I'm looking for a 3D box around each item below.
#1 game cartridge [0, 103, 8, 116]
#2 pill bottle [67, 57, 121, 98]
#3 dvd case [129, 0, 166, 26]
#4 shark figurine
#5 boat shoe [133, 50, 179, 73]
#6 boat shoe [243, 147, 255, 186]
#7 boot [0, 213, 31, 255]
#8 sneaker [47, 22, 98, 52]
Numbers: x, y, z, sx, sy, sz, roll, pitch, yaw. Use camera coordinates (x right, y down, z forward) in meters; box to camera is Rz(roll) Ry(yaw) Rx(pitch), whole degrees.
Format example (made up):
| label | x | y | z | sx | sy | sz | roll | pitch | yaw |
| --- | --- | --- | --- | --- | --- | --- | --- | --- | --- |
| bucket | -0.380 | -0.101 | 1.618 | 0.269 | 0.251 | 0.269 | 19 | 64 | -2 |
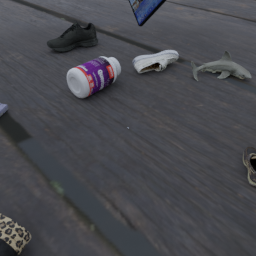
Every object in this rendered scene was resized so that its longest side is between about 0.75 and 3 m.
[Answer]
| label | x | y | z | sx | sy | sz | roll | pitch | yaw |
| --- | --- | --- | --- | --- | --- | --- | --- | --- | --- |
| game cartridge | -4.545 | -0.532 | 8.638 | 1.361 | 0.261 | 0.882 | 9 | 35 | 12 |
| pill bottle | -1.116 | -1.809 | 9.611 | 1.026 | 1.026 | 1.824 | 29 | 47 | 32 |
| dvd case | 0.456 | -4.740 | 9.295 | 0.187 | 1.523 | 2.134 | -15 | 81 | -35 |
| shark figurine | 3.407 | -2.434 | 10.551 | 2.226 | 0.929 | 1.330 | 3 | 37 | 1 |
| boat shoe | 1.179 | -2.518 | 10.938 | 1.959 | 0.695 | 0.684 | -13 | 67 | -22 |
| boat shoe | 3.065 | 0.838 | 6.686 | 0.458 | 0.451 | 1.230 | 4 | 38 | 6 |
| boot | -3.069 | 2.159 | 4.611 | 2.487 | 0.910 | 1.872 | 15 | 41 | 13 |
| sneaker | -2.509 | -4.136 | 12.573 | 2.371 | 1.076 | 0.900 | -21 | 44 | -23 |
